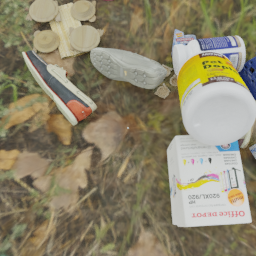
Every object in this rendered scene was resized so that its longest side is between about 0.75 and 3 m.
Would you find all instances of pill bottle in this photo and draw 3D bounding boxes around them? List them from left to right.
[{"bbox_3d":[2.580,-2.301,9.138,2.096,1.213,1.213,-5,71,-2],"label":"pill bottle"},{"bbox_3d":[2.165,-1.000,7.424,1.634,1.634,2.992,5,34,2],"label":"pill bottle"}]

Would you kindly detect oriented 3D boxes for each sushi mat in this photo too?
[{"bbox_3d":[-2.185,-3.538,10.128,1.084,0.137,2.266,-19,72,-8],"label":"sushi mat"}]

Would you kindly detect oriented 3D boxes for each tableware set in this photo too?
[{"bbox_3d":[-2.266,-3.681,10.030,2.803,0.325,2.342,-2,72,-1],"label":"tableware set"},{"bbox_3d":[1.212,-1.589,9.464,1.135,0.132,0.948,-43,76,-13],"label":"tableware set"}]

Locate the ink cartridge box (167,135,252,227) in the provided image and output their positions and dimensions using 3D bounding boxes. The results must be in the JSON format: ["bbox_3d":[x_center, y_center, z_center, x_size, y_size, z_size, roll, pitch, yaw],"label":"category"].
[{"bbox_3d":[2.061,1.463,7.615,1.667,1.638,2.265,-3,72,-2],"label":"ink cartridge box"}]

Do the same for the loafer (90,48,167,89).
[{"bbox_3d":[-0.033,-2.026,9.138,2.738,0.957,0.955,28,43,23],"label":"loafer"}]

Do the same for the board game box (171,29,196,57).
[{"bbox_3d":[1.954,-3.019,9.859,0.979,0.302,0.978,-5,72,-2],"label":"board game box"}]

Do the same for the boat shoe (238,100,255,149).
[{"bbox_3d":[3.610,-0.189,8.759,0.531,0.589,1.639,18,78,1],"label":"boat shoe"}]

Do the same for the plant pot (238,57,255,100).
[{"bbox_3d":[4.805,-1.809,8.789,1.735,1.560,1.735,-25,73,-7],"label":"plant pot"}]

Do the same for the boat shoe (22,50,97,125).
[{"bbox_3d":[-2.241,-1.434,8.931,0.936,1.065,2.992,-39,78,-13],"label":"boat shoe"}]

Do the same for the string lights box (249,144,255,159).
[{"bbox_3d":[4.987,1.408,8.072,1.434,0.823,2.790,-24,73,-8],"label":"string lights box"}]
